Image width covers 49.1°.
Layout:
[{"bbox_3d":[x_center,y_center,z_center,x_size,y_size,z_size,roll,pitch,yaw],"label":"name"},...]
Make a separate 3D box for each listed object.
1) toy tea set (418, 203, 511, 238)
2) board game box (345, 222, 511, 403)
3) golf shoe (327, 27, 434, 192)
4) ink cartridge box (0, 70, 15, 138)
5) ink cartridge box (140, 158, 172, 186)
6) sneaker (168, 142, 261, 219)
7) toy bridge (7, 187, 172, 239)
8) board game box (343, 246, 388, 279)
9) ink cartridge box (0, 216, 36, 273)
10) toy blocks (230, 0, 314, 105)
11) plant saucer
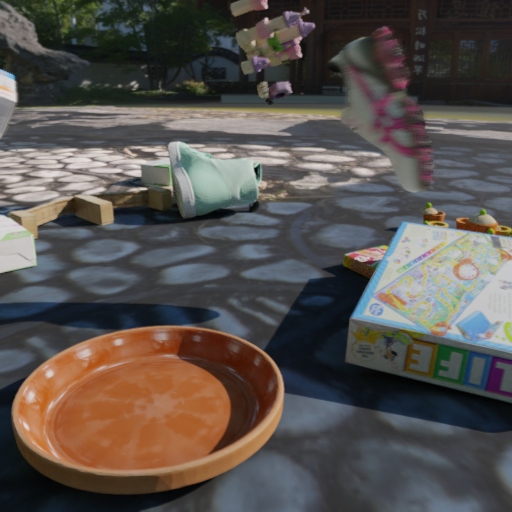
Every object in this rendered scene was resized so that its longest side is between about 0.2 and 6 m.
[{"bbox_3d":[3.763,-0.654,10.322,1.104,0.687,1.856,-18,26,-42],"label":"toy tea set"},{"bbox_3d":[2.555,0.485,6.727,2.210,0.563,3.288,10,24,21],"label":"board game box"},{"bbox_3d":[1.627,-1.757,7.200,0.963,2.090,0.759,-19,-1,28],"label":"golf shoe"},{"bbox_3d":[-3.878,-2.210,7.892,0.724,0.711,0.983,17,28,-35],"label":"ink cartridge box"},{"bbox_3d":[-2.416,-2.336,15.475,0.950,0.547,1.302,9,21,25],"label":"ink cartridge box"},{"bbox_3d":[-0.950,-1.842,12.906,1.981,1.236,3.358,-10,30,-11],"label":"sneaker"},{"bbox_3d":[-3.399,-0.988,11.634,1.176,0.476,3.500,17,25,41],"label":"toy bridge"},{"bbox_3d":[2.207,0.261,8.348,0.868,0.272,1.817,-12,26,-29],"label":"board game box"},{"bbox_3d":[-4.357,-0.199,9.188,0.963,0.553,1.644,-14,23,-35],"label":"ink cartridge box"},{"bbox_3d":[0.557,-4.392,11.600,1.500,1.782,1.665,-12,-8,20],"label":"toy blocks"},{"bbox_3d":[-0.928,1.307,5.071,2.347,0.379,2.347,0,20,0],"label":"plant saucer"}]
